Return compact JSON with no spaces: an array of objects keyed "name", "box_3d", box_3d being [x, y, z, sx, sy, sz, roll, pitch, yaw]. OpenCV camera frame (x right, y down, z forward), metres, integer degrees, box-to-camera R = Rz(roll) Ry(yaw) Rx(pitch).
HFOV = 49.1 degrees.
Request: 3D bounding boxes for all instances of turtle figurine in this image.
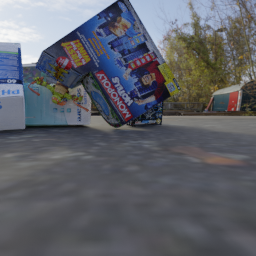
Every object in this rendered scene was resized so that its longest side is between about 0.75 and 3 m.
[{"name":"turtle figurine","box_3d":[-1.559,-1.003,6.948,1.519,1.225,0.489,21,-30,-6]}]

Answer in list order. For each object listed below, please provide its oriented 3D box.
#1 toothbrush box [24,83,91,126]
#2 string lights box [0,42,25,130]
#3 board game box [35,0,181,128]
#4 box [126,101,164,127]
[{"name":"toothbrush box","box_3d":[-2.460,-0.613,7.906,2.622,1.118,1.919,0,1,-15]},{"name":"string lights box","box_3d":[-2.944,-1.020,5.942,1.362,0.782,2.651,-3,38,-20]},{"name":"board game box","box_3d":[-0.549,-1.506,6.954,2.929,2.931,0.904,-31,1,-31]},{"name":"box","box_3d":[0.525,-0.566,8.094,1.262,1.003,0.290,-4,10,-44]}]
